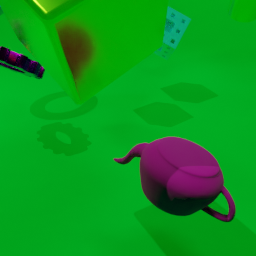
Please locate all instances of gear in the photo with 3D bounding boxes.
[{"bbox_3d":[-2.624,-1.494,6.230,1.503,0.278,1.503,19,-1,0],"label":"gear"}]

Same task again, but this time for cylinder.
[{"bbox_3d":[2.682,-2.880,6.273,0.713,0.713,0.713,-2,59,3],"label":"cylinder"}]

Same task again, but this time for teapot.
[{"bbox_3d":[0.548,0.603,3.444,1.647,0.807,1.024,29,28,19],"label":"teapot"}]

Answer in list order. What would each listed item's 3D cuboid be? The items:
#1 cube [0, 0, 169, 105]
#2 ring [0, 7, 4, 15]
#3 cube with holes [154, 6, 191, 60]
[{"bbox_3d":[-0.514,-1.394,3.059,1.385,1.385,1.385,-38,71,-14],"label":"cube"},{"bbox_3d":[-3.556,-3.615,7.097,0.396,1.981,1.981,42,45,7],"label":"ring"},{"bbox_3d":[1.085,-2.859,8.411,1.016,1.016,1.016,28,-6,-2],"label":"cube with holes"}]
